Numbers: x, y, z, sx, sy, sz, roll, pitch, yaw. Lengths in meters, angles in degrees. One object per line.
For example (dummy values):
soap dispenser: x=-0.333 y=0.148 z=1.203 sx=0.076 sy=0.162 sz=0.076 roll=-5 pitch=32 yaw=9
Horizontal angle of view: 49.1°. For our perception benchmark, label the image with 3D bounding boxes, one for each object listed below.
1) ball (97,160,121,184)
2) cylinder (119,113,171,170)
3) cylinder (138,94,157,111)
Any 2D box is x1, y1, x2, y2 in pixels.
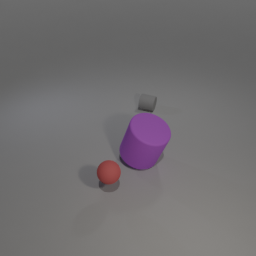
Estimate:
ball: x=-0.559 y=1.288 z=8.152 sx=0.700 sy=0.700 sz=0.700 roll=0 pitch=32 yaw=0
cylinder: x=0.549 y=0.450 z=9.417 sx=1.400 sy=1.400 sz=1.400 roll=11 pitch=47 yaw=-11
cylinder: x=0.920 y=-1.198 z=13.075 sx=0.700 sy=0.700 sz=0.700 roll=15 pitch=35 yaw=14
